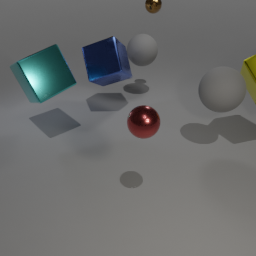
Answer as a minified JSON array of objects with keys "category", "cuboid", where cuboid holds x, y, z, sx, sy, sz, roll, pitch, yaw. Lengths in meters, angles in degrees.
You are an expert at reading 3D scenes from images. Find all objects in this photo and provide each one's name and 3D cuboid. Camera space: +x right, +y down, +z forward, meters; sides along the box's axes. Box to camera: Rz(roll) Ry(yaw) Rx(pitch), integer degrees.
[{"category":"ball","cuboid":[1.063,-5.166,11.718,0.700,0.700,0.700,0,30,0]},{"category":"cube","cuboid":[-0.805,-2.593,11.178,1.400,1.400,1.400,-14,-4,17]},{"category":"cube","cuboid":[-2.805,-1.751,9.235,1.400,1.400,1.400,-34,22,-24]},{"category":"ball","cuboid":[2.888,-1.177,8.625,1.400,1.400,1.400,0,30,0]},{"category":"ball","cuboid":[0.635,-3.482,12.552,1.400,1.400,1.400,0,30,0]},{"category":"cube","cuboid":[4.474,-1.584,8.631,1.400,1.400,1.400,-26,-15,11]},{"category":"ball","cuboid":[0.326,-0.125,5.847,0.700,0.700,0.700,0,30,0]}]
